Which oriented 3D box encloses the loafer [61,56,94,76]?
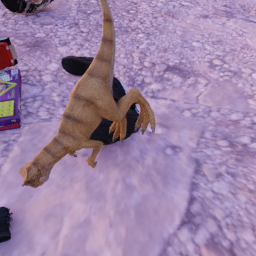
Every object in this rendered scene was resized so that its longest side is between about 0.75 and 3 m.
[{"bbox_3d":[-1.399,-2.106,9.487,1.696,0.619,0.605,11,35,-2],"label":"loafer"}]

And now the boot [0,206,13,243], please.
[{"bbox_3d":[-2.426,1.731,4.924,0.767,0.284,0.628,-8,41,-21],"label":"boot"}]

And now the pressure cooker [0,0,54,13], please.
[{"bbox_3d":[-5.074,-7.554,14.460,2.577,2.617,2.930,32,50,22],"label":"pressure cooker"}]

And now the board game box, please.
[{"bbox_3d":[-3.956,-0.827,8.020,1.699,0.457,2.830,-7,39,-15],"label":"board game box"}]

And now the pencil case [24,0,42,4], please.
[{"bbox_3d":[-2.154,-3.617,6.554,1.692,0.757,0.658,-14,39,59],"label":"pencil case"}]

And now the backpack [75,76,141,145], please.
[{"bbox_3d":[-0.613,-0.496,6.871,1.628,1.235,1.951,-14,41,-7],"label":"backpack"}]

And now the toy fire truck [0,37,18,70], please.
[{"bbox_3d":[-4.751,-2.273,8.869,1.704,1.245,1.936,-1,34,11],"label":"toy fire truck"}]

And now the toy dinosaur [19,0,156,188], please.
[{"bbox_3d":[-0.380,-0.427,3.550,1.545,2.908,0.878,23,-1,-41],"label":"toy dinosaur"}]
